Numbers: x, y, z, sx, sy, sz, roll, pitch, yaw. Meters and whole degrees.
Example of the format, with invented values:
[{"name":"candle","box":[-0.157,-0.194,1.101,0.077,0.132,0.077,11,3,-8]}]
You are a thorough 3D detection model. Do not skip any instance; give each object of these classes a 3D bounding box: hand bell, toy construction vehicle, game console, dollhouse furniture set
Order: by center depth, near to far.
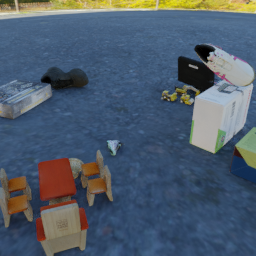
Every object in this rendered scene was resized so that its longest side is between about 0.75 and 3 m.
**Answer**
[{"name":"dollhouse furniture set","box":[-1.780,1.629,7.159,2.846,1.466,2.815,-10,31,-16]},{"name":"hand bell","box":[-1.697,1.575,8.349,0.651,0.651,1.250,0,41,0]},{"name":"toy construction vehicle","box":[2.631,-1.731,13.999,1.575,0.555,1.371,18,34,29]},{"name":"game console","box":[3.775,-2.610,14.209,1.355,2.047,2.328,-26,38,-26]}]

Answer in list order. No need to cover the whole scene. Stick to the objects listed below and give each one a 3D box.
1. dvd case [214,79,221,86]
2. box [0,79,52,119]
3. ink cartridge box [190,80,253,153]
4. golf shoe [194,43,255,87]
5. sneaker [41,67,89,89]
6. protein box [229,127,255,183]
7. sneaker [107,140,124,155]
[{"name":"dvd case","box":[4.623,-2.322,14.856,1.418,0.214,1.942,22,28,5]},{"name":"box","box":[-5.423,-1.486,13.423,2.254,0.688,2.846,11,32,19]},{"name":"ink cartridge box","box":[3.533,-0.561,10.543,1.111,1.923,2.644,23,37,35]},{"name":"golf shoe","box":[3.357,-2.255,10.012,1.160,0.914,2.519,2,34,-38]},{"name":"sneaker","box":[-3.463,-2.563,15.226,2.839,1.078,1.288,7,40,24]},{"name":"protein box","box":[4.316,0.935,8.796,1.543,1.049,1.555,24,37,35]},{"name":"sneaker","box":[-0.394,0.657,10.033,0.585,0.325,0.837,-9,31,-14]}]
